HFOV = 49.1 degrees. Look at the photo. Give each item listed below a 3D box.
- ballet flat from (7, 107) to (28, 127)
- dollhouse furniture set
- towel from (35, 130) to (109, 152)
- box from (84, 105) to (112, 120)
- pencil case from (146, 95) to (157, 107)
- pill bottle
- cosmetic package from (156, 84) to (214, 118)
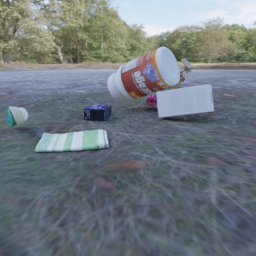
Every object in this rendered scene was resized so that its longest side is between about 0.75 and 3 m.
[{"bbox_3d":[-2.715,-0.306,6.931,0.500,0.500,1.438,-7,1,-26],"label":"ballet flat"},{"bbox_3d":[1.641,-2.135,11.574,1.519,1.395,0.988,-26,64,-29],"label":"dollhouse furniture set"},{"bbox_3d":[-1.174,0.264,6.104,1.458,0.171,1.112,-2,15,-8],"label":"towel"},{"bbox_3d":[-0.922,-0.495,8.731,0.649,0.363,0.920,5,13,9],"label":"box"},{"bbox_3d":[1.137,-0.910,10.167,0.479,0.495,1.056,-17,22,-25],"label":"pencil case"},{"bbox_3d":[0.465,-1.713,9.493,2.311,1.296,1.296,-17,2,36],"label":"pill bottle"},{"bbox_3d":[1.688,-0.780,8.315,1.563,0.793,0.557,-5,2,24],"label":"cosmetic package"}]
